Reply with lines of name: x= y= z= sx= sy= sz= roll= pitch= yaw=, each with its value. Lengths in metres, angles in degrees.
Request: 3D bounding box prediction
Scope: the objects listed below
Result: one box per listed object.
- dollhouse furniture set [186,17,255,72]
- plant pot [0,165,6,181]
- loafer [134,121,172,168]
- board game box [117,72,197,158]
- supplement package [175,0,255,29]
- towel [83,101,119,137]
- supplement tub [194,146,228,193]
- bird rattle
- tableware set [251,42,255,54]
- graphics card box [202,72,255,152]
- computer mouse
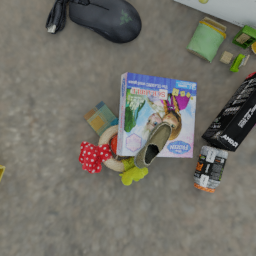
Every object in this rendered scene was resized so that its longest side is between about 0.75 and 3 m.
dollhouse furniture set: x=2.748 y=-2.514 z=8.188 sx=1.707 sy=0.856 sz=1.118 roll=27 pitch=89 yaw=0
plant pot: x=-4.683 y=1.515 z=7.943 sx=1.422 sy=1.390 sz=1.381 roll=21 pitch=89 yaw=9
loafer: x=0.750 y=0.462 z=7.398 sx=0.553 sy=0.513 sz=1.472 roll=38 pitch=75 yaw=-17
board game box: x=0.856 y=-0.304 z=7.976 sx=2.250 sy=0.463 sz=2.244 roll=3 pitch=90 yaw=-21
supplement package: x=3.005 y=-4.455 z=7.766 sx=2.920 sy=1.619 sz=2.274 roll=22 pitch=87 yaw=2
towel: x=-0.734 y=-0.183 z=8.539 sx=0.790 sy=0.117 sz=1.078 roll=-40 pitch=88 yaw=0
supplement tub: x=2.388 y=1.198 z=8.189 sx=0.760 sy=0.760 sz=1.240 roll=16 pitch=88 yaw=0
bird rattle: x=-0.327 y=0.728 z=8.221 sx=2.117 sy=1.193 sz=1.726 roll=22 pitch=75 yaw=8
tableware set: x=4.337 y=-2.294 z=8.419 sx=1.221 sy=0.278 sz=1.812 roll=10 pitch=85 yaw=1
graphics card box: x=3.190 y=-0.509 z=7.819 sx=0.629 sy=1.550 sz=2.471 roll=39 pitch=89 yaw=-1
computer mouse: x=-0.952 y=-3.406 z=8.257 sx=2.827 sy=0.745 sz=1.957 roll=19 pitch=88 yaw=0
